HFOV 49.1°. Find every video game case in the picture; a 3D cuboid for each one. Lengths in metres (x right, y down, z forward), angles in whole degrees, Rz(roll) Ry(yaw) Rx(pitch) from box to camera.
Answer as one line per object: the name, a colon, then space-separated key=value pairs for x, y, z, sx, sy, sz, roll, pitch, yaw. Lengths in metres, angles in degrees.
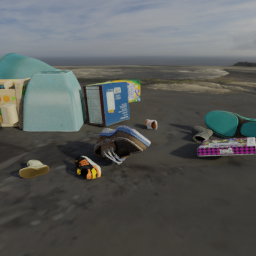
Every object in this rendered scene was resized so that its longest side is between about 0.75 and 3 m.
video game case: x=2.944 y=0.547 z=8.289 sx=1.555 sy=0.278 sz=1.410 roll=-5 pitch=5 yaw=25

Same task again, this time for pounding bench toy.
pounding bench toy: x=-5.315 y=-0.931 z=11.266 sx=2.325 sy=1.852 sz=2.981 roll=-1 pitch=16 yaw=-4

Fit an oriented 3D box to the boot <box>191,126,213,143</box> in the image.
boot: x=2.529 y=0.250 z=10.059 sx=0.894 sy=0.357 sz=0.983 roll=8 pitch=25 yaw=33

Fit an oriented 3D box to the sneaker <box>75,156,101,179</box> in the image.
sneaker: x=-1.166 y=1.022 z=7.241 sx=0.481 sy=0.374 sz=1.070 roll=-11 pitch=21 yaw=-42

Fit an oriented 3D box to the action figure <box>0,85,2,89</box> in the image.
action figure: x=-5.701 y=-1.530 z=12.609 sx=1.032 sy=0.769 sz=0.691 roll=-7 pitch=-24 yaw=39

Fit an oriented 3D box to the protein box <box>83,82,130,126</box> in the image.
protein box: x=-0.874 y=-1.072 z=11.936 sx=1.107 sy=1.641 sz=1.630 roll=6 pitch=16 yaw=37

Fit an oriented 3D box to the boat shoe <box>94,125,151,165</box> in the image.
boat shoe: x=-0.241 y=0.542 z=7.628 sx=0.877 sy=0.879 sz=2.428 roll=38 pitch=-18 yaw=-17

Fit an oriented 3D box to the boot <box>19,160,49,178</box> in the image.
boot: x=-2.540 y=1.050 z=7.318 sx=0.773 sy=0.279 sz=0.598 roll=-6 pitch=18 yaw=-41

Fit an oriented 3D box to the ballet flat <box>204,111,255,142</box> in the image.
ballet flat: x=4.098 y=0.041 z=10.021 sx=0.988 sy=0.945 sz=2.807 roll=18 pitch=0 yaw=-44

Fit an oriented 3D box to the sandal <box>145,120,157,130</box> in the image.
sandal: x=0.848 y=-0.128 z=11.247 sx=0.287 sy=0.383 sz=1.000 roll=-9 pitch=10 yaw=-23

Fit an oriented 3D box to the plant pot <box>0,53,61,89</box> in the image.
plant pot: x=-4.711 y=-2.159 z=14.067 sx=2.719 sy=2.893 sz=2.893 roll=10 pitch=18 yaw=14

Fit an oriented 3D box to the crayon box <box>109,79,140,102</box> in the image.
crayon box: x=-0.244 y=-2.119 z=16.319 sx=2.041 sy=1.283 sz=0.526 roll=-10 pitch=19 yaw=-30

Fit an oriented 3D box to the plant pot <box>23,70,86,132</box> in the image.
plant pot: x=-2.999 y=-1.221 z=11.584 sx=2.202 sy=2.243 sz=2.196 roll=0 pitch=16 yaw=1
